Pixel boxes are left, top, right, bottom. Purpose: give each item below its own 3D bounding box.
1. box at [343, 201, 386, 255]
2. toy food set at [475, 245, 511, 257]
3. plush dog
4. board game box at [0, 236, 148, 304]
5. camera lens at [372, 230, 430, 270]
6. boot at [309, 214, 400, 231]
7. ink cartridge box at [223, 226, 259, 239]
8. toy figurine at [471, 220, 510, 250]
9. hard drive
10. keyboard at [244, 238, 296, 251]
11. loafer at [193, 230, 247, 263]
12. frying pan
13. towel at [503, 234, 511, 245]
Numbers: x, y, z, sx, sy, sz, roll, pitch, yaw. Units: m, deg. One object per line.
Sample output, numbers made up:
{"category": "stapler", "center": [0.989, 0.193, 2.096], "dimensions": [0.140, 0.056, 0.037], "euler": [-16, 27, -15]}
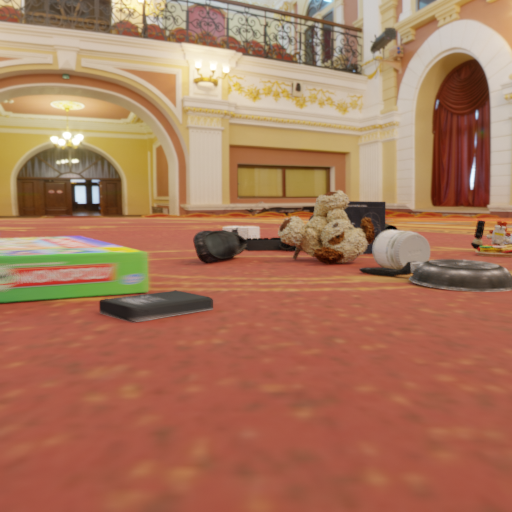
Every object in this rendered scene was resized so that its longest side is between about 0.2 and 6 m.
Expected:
{"category": "box", "center": [2.108, -0.604, 11.931], "dimensions": [1.133, 1.114, 0.702], "euler": [-1, 5, -16]}
{"category": "toy food set", "center": [4.947, -0.106, 11.401], "dimensions": [0.895, 0.218, 0.886], "euler": [2, 6, 17]}
{"category": "plush dog", "center": [1.369, -0.280, 10.058], "dimensions": [1.557, 1.249, 1.337], "euler": [-33, 34, -20]}
{"category": "board game box", "center": [-3.147, 0.101, 7.414], "dimensions": [2.412, 0.522, 3.584], "euler": [-4, 6, -29]}
{"category": "camera lens", "center": [2.250, -0.079, 8.764], "dimensions": [0.631, 0.631, 0.789], "euler": [-2, 6, -19]}
{"category": "boot", "center": [2.819, -0.807, 15.932], "dimensions": [2.411, 0.934, 1.667], "euler": [-5, 12, -40]}
{"category": "ink cartridge box", "center": [-0.452, -0.696, 17.032], "dimensions": [0.938, 0.393, 0.680], "euler": [3, 6, 32]}
{"category": "toy figurine", "center": [5.298, -0.381, 12.247], "dimensions": [0.928, 0.646, 0.914], "euler": [0, 15, -22]}
{"category": "hard drive", "center": [-0.942, 0.468, 5.339], "dimensions": [0.888, 0.146, 0.620], "euler": [-5, 7, -43]}
{"category": "keyboard", "center": [1.317, -0.482, 13.316], "dimensions": [3.373, 0.668, 1.756], "euler": [-3, 5, -16]}
{"category": "loafer", "center": [-0.641, -0.221, 10.225], "dimensions": [0.621, 0.600, 1.768], "euler": [-16, -3, 15]}
{"category": "frying pan", "center": [2.509, 0.205, 7.611], "dimensions": [1.320, 0.355, 2.182], "euler": [-1, 8, -19]}
{"category": "towel", "center": [7.662, -0.373, 14.108], "dimensions": [2.491, 0.296, 1.829], "euler": [2, 3, 1]}
